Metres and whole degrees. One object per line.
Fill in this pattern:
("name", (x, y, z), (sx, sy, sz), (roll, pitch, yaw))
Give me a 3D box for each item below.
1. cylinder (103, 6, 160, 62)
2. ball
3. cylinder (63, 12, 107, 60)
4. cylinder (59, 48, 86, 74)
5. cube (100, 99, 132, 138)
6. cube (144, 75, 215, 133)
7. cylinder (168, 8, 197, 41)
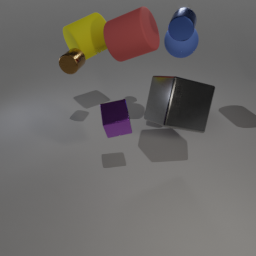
("cylinder", (0.138, -3.064, 9.260), (1.400, 1.400, 1.400), (-11, 24, 29))
("ball", (2.206, -3.621, 11.599), (1.400, 1.400, 1.400), (0, 31, 0))
("cylinder", (-1.531, -3.457, 10.695), (1.400, 1.400, 1.400), (-32, 41, -17))
("cylinder", (-1.907, -2.296, 9.616), (0.700, 0.700, 0.700), (8, 36, 13))
("cube", (-0.314, -0.247, 7.535), (0.700, 0.700, 0.700), (-12, 59, 1))
("cube", (1.495, -0.738, 8.415), (1.400, 1.400, 1.400), (9, 8, -23))
("cylinder", (1.518, -2.877, 7.783), (0.700, 0.700, 0.700), (9, 42, 14))
